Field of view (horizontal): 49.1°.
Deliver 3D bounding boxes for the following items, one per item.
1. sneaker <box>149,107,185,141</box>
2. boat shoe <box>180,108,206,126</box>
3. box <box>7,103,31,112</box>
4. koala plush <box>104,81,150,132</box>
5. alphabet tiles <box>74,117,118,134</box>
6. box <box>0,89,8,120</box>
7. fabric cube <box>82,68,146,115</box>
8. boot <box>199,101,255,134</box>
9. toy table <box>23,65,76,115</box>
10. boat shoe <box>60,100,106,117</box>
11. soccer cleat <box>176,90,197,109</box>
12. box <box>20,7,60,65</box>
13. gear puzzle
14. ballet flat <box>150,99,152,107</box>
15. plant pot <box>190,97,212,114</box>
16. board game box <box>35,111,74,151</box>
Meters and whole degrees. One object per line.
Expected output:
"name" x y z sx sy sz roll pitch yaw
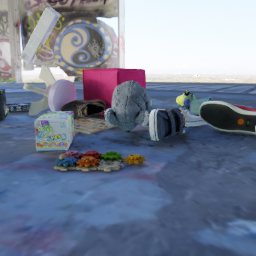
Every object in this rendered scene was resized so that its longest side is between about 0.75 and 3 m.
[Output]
"sneaker" 1.338 -0.196 9.155 0.985 0.973 2.481 -2 9 17
"boat shoe" 2.121 -0.460 11.128 2.019 0.674 0.742 0 12 1
"box" -5.890 -1.119 15.121 1.458 0.317 1.168 -9 15 -37
"koala plush" -0.006 -0.587 9.823 1.728 1.791 1.949 5 27 6
"alphabet tiles" -1.726 -0.098 10.833 2.204 0.100 2.637 8 14 33
"box" -6.496 -1.010 12.301 2.053 1.276 1.525 -5 13 -18
"fabric cube" -0.656 -1.867 14.032 2.280 2.236 2.272 9 15 35
"boot" 4.201 -0.456 10.555 2.750 0.996 1.984 16 18 28
"toy table" -3.637 -1.587 13.227 1.547 2.429 2.642 17 -11 7
"boat shoe" -2.005 -0.876 12.636 2.106 0.784 0.772 -12 17 -12
"soccer cleat" 3.417 -1.732 16.300 0.790 1.022 2.443 -1 12 -5
"box" -3.853 -3.964 12.206 0.543 2.623 0.507 37 25 -5
"gear puzzle" -0.615 0.709 6.574 2.076 0.272 1.075 1 12 3
"ballet flat" 0.604 -1.495 16.468 1.595 0.497 0.538 -1 12 -4
"plant pot" 3.558 -1.032 13.567 0.894 0.913 0.913 -1 10 32
"board game box" -2.132 0.036 8.345 0.876 0.860 1.670 -1 12 -5
